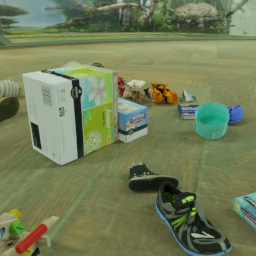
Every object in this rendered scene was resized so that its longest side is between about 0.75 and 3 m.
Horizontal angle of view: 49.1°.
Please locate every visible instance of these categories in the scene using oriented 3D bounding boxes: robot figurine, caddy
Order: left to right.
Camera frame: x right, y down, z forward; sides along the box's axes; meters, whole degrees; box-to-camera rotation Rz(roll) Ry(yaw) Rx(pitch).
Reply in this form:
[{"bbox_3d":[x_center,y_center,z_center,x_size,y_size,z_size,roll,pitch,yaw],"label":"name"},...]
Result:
[{"bbox_3d":[1.680,-1.779,13.953,1.656,0.665,2.285,3,23,-8],"label":"robot figurine"},{"bbox_3d":[4.207,-0.505,11.280,0.779,0.578,1.102,-11,13,39],"label":"caddy"}]

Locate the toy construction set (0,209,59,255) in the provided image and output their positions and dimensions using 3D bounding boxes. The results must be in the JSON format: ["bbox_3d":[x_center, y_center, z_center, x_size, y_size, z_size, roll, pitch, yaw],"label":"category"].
[{"bbox_3d":[-1.789,1.846,4.655,1.815,1.514,1.394,-27,4,28],"label":"toy construction set"}]

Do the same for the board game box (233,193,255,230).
[{"bbox_3d":[3.327,1.847,6.216,1.479,0.347,1.117,-8,25,-18],"label":"board game box"}]

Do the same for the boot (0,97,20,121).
[{"bbox_3d":[-6.295,-0.829,11.628,2.661,0.880,2.330,8,25,20],"label":"boot"}]

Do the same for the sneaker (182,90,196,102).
[{"bbox_3d":[3.060,-1.551,13.931,0.583,0.379,1.010,4,34,-3],"label":"sneaker"}]

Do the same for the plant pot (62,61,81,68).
[{"bbox_3d":[-2.378,-2.243,14.106,1.604,1.752,1.752,31,37,31],"label":"plant pot"}]

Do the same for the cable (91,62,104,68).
[{"bbox_3d":[-1.175,-1.207,10.600,1.192,2.454,0.617,19,41,-4],"label":"cable"}]

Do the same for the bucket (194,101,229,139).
[{"bbox_3d":[2.947,-0.243,9.919,1.239,0.806,1.239,-6,46,7],"label":"bucket"}]

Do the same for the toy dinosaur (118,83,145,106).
[{"bbox_3d":[0.298,-1.579,13.305,1.451,0.919,2.141,7,22,17],"label":"toy dinosaur"}]

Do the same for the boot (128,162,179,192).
[{"bbox_3d":[0.624,1.248,7.436,1.292,0.466,0.976,-1,22,-4],"label":"boot"}]

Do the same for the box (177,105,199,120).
[{"bbox_3d":[2.710,-0.746,12.195,0.952,0.255,1.571,0,23,1],"label":"box"}]

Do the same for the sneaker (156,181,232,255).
[{"bbox_3d":[1.197,1.792,5.706,0.732,0.856,2.065,-13,27,-23],"label":"sneaker"}]

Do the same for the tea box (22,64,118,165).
[{"bbox_3d":[-1.711,-0.570,8.978,1.672,2.503,2.462,20,31,38],"label":"tea box"}]

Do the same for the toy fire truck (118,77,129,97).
[{"bbox_3d":[-0.514,-1.858,13.878,0.432,1.249,1.771,12,-13,23],"label":"toy fire truck"}]

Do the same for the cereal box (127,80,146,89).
[{"bbox_3d":[0.483,-2.558,16.282,0.788,0.217,1.096,12,26,21],"label":"cereal box"}]

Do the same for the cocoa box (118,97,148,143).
[{"bbox_3d":[-0.221,-0.351,10.246,1.102,1.084,1.653,-20,31,-38],"label":"cocoa box"}]

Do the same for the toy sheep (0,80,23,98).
[{"bbox_3d":[-6.009,-1.927,13.943,1.495,1.031,1.031,-6,23,-37],"label":"toy sheep"}]
